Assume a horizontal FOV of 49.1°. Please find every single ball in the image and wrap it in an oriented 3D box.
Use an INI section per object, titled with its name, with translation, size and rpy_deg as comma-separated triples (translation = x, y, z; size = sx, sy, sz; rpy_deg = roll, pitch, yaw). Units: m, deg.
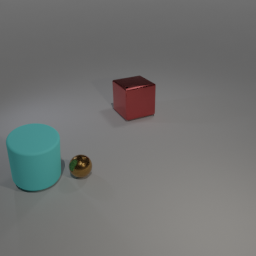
[ball]
translation = -1.437, 1.153, 8.499
size = 0.700, 0.700, 0.700
rpy_deg = 0, 29, 0

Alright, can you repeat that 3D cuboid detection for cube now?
[cube]
translation = 0.249, -1.337, 12.161
size = 1.400, 1.400, 1.400
rpy_deg = -14, 30, -22

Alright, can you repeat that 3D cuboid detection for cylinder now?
[cylinder]
translation = -2.653, 0.815, 8.020
size = 1.400, 1.400, 1.400
rpy_deg = 5, 36, -4
